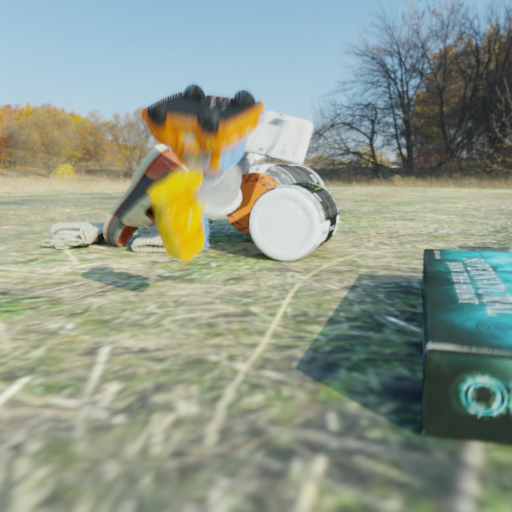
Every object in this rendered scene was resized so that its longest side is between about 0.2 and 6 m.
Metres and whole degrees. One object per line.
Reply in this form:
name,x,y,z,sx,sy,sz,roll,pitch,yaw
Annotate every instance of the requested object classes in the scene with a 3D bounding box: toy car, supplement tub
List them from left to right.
toy car,-1.116,-1.210,7.932,1.896,1.286,3.866,4,36,16
supplement tub,0.514,-1.406,14.325,1.869,1.869,3.050,4,9,24
supplement tub,0.873,-0.768,11.531,1.477,1.477,2.412,3,10,19

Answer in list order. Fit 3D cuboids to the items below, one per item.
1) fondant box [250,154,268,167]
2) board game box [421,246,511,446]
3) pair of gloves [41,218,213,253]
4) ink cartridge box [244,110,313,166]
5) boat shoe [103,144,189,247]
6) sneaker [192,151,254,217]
fondant box,-0.120,-2.384,14.206,0.798,0.322,1.106,-35,0,-41
board game box,3.312,0.589,5.457,3.281,0.683,4.851,2,9,16
pair of gloves,-2.977,-0.592,13.216,3.490,0.612,2.967,1,9,13
ink cartridge box,0.415,-2.311,10.870,1.158,0.848,0.497,17,7,13
boat shoe,-2.345,-1.068,11.850,0.871,2.783,0.991,42,32,2
sneaker,-0.837,-2.007,11.850,1.212,1.330,3.244,3,39,9
